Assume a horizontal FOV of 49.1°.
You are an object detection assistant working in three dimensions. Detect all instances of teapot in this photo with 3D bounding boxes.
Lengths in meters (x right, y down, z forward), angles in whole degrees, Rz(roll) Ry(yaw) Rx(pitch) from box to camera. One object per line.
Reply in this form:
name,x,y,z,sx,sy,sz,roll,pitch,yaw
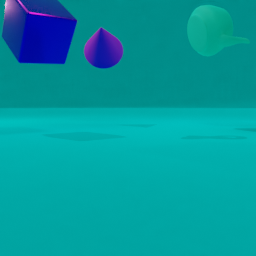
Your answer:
teapot,2.213,-2.511,7.211,0.996,1.265,2.034,-19,43,-12

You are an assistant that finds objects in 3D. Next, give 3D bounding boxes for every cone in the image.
cone,-0.794,-2.748,8.752,1.309,1.309,1.314,0,-15,-2

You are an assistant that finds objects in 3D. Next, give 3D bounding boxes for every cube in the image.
cube,-1.887,-2.084,5.900,1.064,1.064,1.064,-10,49,-41
